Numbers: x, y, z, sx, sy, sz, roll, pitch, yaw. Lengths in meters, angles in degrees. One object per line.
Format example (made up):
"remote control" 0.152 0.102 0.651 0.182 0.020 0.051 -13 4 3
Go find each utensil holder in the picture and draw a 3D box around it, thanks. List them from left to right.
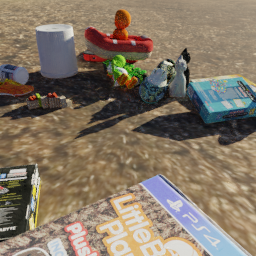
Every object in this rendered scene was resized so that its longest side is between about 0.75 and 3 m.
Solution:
"utensil holder" -2.993 -3.268 11.833 1.611 1.896 1.611 0 30 0

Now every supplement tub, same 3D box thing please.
"supplement tub" -4.518 -2.102 11.007 1.032 0.724 0.724 16 34 24

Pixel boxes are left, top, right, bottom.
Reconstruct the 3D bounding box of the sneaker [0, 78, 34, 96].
"sneaker" -4.182 -1.483 10.134 1.501 0.579 0.548 2 30 0

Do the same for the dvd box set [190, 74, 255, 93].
"dvd box set" 3.581 -1.455 10.277 2.167 0.319 1.586 -9 35 -15

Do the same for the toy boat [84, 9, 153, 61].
"toy boat" -0.357 -4.035 12.001 2.987 1.953 1.950 -2 28 -17

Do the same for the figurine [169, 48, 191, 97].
"figurine" 1.921 -2.011 10.152 0.638 1.447 1.483 10 33 16

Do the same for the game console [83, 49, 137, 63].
"game console" -0.713 -3.890 14.309 2.803 0.435 2.479 5 31 7

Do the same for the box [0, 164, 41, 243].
"box" -2.882 1.540 5.061 2.360 0.582 1.884 -6 30 -10

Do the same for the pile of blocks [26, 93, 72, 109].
"pile of blocks" -2.673 -0.985 9.381 1.533 0.476 0.629 -2 31 -4

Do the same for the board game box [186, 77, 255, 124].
"board game box" 3.084 -0.924 8.935 1.965 0.461 1.484 -8 48 -13

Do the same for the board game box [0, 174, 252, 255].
"board game box" -0.517 2.116 2.366 2.903 2.315 1.406 -17 34 -27

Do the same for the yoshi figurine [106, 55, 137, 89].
"yoshi figurine" -0.278 -2.289 10.833 0.962 0.966 1.719 -23 45 -15

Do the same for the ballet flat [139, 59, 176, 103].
"ballet flat" 1.164 -1.888 10.353 1.043 1.043 2.810 10 33 16

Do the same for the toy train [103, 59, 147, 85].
"toy train" -0.181 -2.370 11.689 0.750 0.555 2.660 -28 40 -23
